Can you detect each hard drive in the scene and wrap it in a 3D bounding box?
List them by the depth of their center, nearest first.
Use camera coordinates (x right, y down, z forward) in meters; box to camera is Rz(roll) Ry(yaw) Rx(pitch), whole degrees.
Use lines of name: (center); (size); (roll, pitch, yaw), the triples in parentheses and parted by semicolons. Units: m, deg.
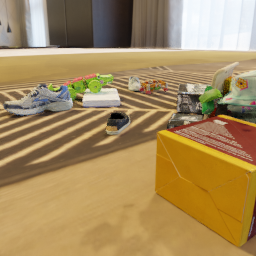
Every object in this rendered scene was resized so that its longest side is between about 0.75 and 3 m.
hard drive: (-1.141, -1.313, 11.884); (1.452, 0.279, 2.201); (-2, 19, -6)

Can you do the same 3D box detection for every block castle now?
block castle: (1.203, -1.882, 13.138); (1.198, 0.562, 0.800); (-13, 27, -27)

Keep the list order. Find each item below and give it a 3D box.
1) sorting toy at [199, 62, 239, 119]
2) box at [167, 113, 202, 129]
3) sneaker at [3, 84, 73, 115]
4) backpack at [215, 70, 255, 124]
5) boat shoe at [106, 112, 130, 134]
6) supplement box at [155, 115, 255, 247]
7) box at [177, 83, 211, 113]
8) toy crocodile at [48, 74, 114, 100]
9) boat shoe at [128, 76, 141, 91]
sorting toy: (2.329, -0.610, 7.375); (0.404, 2.030, 2.747); (23, 28, 25)
box: (1.754, -0.137, 8.578); (0.969, 0.263, 1.209); (6, 20, 16)
sneaker: (-3.279, -1.122, 10.223); (2.425, 1.033, 0.934); (-10, 22, -25)
backpack: (3.605, -0.338, 6.554); (2.726, 2.089, 2.396); (16, 19, 26)
boat shoe: (-0.292, -0.260, 8.606); (0.585, 0.488, 1.568); (3, 18, 14)
supplement box: (1.740, 0.685, 4.813); (1.818, 1.207, 1.793); (-14, 24, -34)
box: (3.367, -1.146, 10.717); (2.902, 0.722, 2.289); (4, 19, 12)
toy crocodile: (-1.999, -1.844, 12.050); (2.832, 0.874, 0.956); (-17, 21, -2)
boat shoe: (0.298, -2.275, 14.131); (0.596, 0.608, 1.708); (-3, 20, -7)
